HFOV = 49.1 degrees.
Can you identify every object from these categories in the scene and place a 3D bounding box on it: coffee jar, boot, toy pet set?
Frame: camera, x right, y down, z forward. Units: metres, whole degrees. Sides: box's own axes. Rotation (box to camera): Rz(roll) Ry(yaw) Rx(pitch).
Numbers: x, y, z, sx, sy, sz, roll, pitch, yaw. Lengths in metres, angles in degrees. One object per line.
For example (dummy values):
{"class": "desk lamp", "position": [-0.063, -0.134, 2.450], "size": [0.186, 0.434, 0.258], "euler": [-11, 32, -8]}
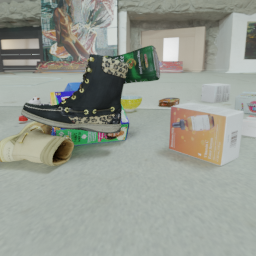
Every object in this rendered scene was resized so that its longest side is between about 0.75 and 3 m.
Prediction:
{"class": "coffee jar", "position": [-0.075, -2.068, 9.794], "size": [2.271, 1.184, 0.969], "euler": [-9, 1, 16]}
{"class": "boot", "position": [-1.312, -0.991, 7.461], "size": [2.682, 2.026, 0.968], "euler": [9, 11, -18]}
{"class": "boot", "position": [-2.208, 0.383, 7.682], "size": [1.685, 0.789, 2.168], "euler": [4, 17, 15]}
{"class": "toy pet set", "position": [-2.541, -0.958, 11.034], "size": [2.781, 1.582, 2.978], "euler": [-10, 19, -40]}

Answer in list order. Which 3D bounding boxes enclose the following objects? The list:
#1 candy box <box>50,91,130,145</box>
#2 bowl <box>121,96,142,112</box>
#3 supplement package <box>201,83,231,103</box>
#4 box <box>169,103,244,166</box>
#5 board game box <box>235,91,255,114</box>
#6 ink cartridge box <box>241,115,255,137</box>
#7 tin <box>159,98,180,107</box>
{"class": "candy box", "position": [-1.316, -0.400, 9.123], "size": [2.265, 0.873, 1.915], "euler": [-7, 44, -16]}
{"class": "bowl", "position": [0.083, -1.186, 13.816], "size": [1.262, 0.679, 1.262], "euler": [-1, 14, 0]}
{"class": "supplement package", "position": [5.177, -2.077, 16.528], "size": [1.330, 1.002, 1.010], "euler": [-9, 17, -30]}
{"class": "box", "position": [2.096, 0.096, 7.725], "size": [0.921, 1.319, 1.733], "euler": [-13, 20, -41]}
{"class": "board game box", "position": [6.501, -1.276, 13.976], "size": [1.812, 0.789, 2.456], "euler": [8, 16, 31]}
{"class": "ink cartridge box", "position": [4.538, -0.052, 9.873], "size": [0.899, 0.508, 1.225], "euler": [12, 19, 38]}
{"class": "tin", "position": [2.293, -1.426, 15.471], "size": [0.906, 0.339, 1.618], "euler": [4, 15, 30]}
